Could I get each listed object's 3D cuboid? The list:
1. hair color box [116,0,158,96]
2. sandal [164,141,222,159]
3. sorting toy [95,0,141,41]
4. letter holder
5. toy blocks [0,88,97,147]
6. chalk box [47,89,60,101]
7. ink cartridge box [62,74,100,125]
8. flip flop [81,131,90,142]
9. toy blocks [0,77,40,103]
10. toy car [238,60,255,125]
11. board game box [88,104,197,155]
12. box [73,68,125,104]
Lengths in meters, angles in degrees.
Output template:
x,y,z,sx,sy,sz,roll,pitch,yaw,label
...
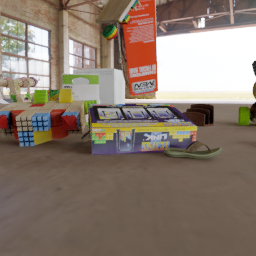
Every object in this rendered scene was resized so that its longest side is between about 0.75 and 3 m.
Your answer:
x,y,z,sx,sy,sz,roll,pitch,yaw,label
0.209,-2.579,7.877,0.937,2.931,1.625,-11,39,-3,hair color box
1.263,0.411,5.478,1.107,0.316,0.440,1,7,11,sandal
-0.130,-2.559,5.962,0.848,1.759,0.298,20,-15,46,sorting toy
2.880,-0.569,11.608,0.618,0.874,1.229,-5,8,-36,letter holder
-2.246,-0.165,7.275,2.778,1.388,1.899,-2,17,-1,toy blocks
-2.465,-0.993,12.811,2.382,1.475,1.482,-2,5,-24,chalk box
-1.899,-1.160,11.505,1.524,2.062,0.781,-1,7,-7,ink cartridge box
-0.621,0.132,7.539,1.385,0.399,0.561,-24,-20,-43,flip flop
-4.002,-1.153,11.582,2.182,2.039,1.837,-1,11,20,toy blocks
5.707,-1.447,11.391,2.180,2.654,2.094,3,7,21,toy car
0.210,-0.052,6.590,2.243,0.636,1.854,-1,21,-9,board game box
-1.690,-2.075,16.635,2.689,2.703,1.767,2,7,18,box
